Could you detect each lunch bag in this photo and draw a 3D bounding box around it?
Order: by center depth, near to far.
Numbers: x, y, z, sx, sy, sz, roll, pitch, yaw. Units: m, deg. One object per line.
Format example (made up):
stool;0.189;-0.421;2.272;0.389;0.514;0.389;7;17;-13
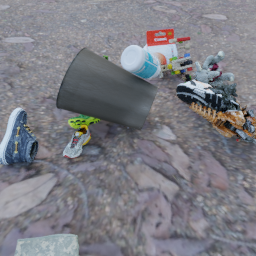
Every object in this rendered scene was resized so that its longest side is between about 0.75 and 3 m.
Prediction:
lunch bag;-1.687;2.941;5.956;1.359;0.799;1.115;-7;42;-1

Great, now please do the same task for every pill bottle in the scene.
pill bottle;0.476;-2.022;8.886;0.796;0.796;1.436;35;13;33

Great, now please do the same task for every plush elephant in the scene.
plush elephant;3.336;-2.215;11.478;1.638;1.349;1.268;-13;18;30

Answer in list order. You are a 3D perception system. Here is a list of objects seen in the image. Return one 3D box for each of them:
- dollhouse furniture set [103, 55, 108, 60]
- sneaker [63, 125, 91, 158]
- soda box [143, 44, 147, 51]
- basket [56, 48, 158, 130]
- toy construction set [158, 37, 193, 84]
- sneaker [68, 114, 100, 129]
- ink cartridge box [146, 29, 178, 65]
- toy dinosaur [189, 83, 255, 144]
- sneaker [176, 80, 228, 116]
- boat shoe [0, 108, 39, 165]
dollhouse furniture set;-1.368;-3.207;13.259;0.753;0.378;0.493;19;45;20
sneaker;-1.670;0.416;8.996;0.538;0.567;1.381;13;44;14
soda box;1.172;-3.812;13.763;0.579;0.619;1.819;15;43;16
basket;-0.565;-1.185;9.492;2.821;1.918;2.543;22;49;-1
toy construction set;1.869;-2.837;11.847;1.475;1.919;1.601;-7;33;-1
sneaker;-1.543;-0.343;9.959;1.289;0.477;0.539;-17;46;-32
ink cartridge box;1.564;-3.575;12.710;1.370;1.690;0.424;-9;21;-10
toy dinosaur;3.248;-0.384;8.883;1.520;2.976;2.020;-38;41;20
sneaker;3.117;-1.220;10.595;2.556;0.942;1.023;33;49;32
boat shoe;-3.359;0.245;9.095;1.011;0.788;2.227;0;49;-1
